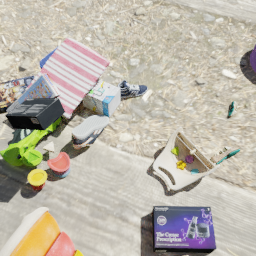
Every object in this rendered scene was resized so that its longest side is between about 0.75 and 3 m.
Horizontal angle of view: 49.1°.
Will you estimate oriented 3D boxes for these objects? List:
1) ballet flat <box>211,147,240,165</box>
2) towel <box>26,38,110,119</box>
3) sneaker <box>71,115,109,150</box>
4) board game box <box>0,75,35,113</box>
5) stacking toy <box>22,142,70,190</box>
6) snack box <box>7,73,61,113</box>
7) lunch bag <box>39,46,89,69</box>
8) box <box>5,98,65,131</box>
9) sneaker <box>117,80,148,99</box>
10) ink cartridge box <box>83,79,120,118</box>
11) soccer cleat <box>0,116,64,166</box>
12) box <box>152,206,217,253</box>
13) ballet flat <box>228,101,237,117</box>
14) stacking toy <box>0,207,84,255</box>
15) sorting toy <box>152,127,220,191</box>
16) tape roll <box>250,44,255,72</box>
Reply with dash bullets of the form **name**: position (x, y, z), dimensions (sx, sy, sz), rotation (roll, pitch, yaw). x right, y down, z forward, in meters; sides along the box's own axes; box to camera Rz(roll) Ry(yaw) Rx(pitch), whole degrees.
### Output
- **ballet flat**: position (3.427, 0.892, 9.894), dimensions (1.173, 0.399, 0.395), rotation (-25, 59, -17)
- **towel**: position (-2.192, -1.869, 10.353), dimensions (2.004, 0.410, 2.738), rotation (33, 79, 11)
- **sneaker**: position (-1.403, 0.129, 10.252), dimensions (0.734, 0.743, 1.872), rotation (28, 36, 22)
- **board game box**: position (-4.694, -1.343, 11.358), dimensions (2.009, 0.348, 1.361), rotation (-15, 58, -10)
- **stacking toy**: position (-2.793, 1.312, 9.540), dimensions (1.502, 0.635, 1.360), rotation (-25, 60, -28)
- **snack box**: position (-3.405, -0.894, 9.958), dimensions (0.878, 2.444, 0.297), rotation (57, 32, 0)
- **lunch bag**: position (-2.353, -2.554, 11.463), dimensions (1.523, 1.484, 2.242), rotation (31, 63, 18)
- **box**: position (-2.515, -0.394, 7.627), dimensions (1.289, 0.508, 0.910), rotation (3, 40, 33)
- **sneaker**: position (0.176, -1.624, 11.312), dimensions (1.355, 0.735, 0.475), rotation (-14, 58, -9)
- **ink cartridge box**: position (-1.044, -1.196, 10.929), dimensions (1.231, 0.899, 0.903), rotation (24, 59, 15)
- **soccer cleat**: position (-3.448, 0.092, 10.140), dimensions (1.142, 0.952, 2.819), rotation (18, 58, 28)
- **box**: position (1.616, 3.013, 8.359), dimensions (1.743, 0.687, 1.230), rotation (0, 54, 0)
- **ballet flat**: position (4.170, -0.726, 11.025), dimensions (0.254, 0.300, 0.794), rotation (30, 63, -10)
- **stacking toy**: position (-1.822, 3.744, 7.372), dimensions (3.000, 2.192, 2.192), rotation (34, 62, 3)
- **sorting toy**: position (1.771, 1.215, 9.440), dimensions (1.654, 0.982, 1.837), rotation (-35, 64, -12)
- **tape roll**: position (6.804, -3.079, 12.181), dimensions (2.665, 0.874, 2.665), rotation (0, 57, -1)
